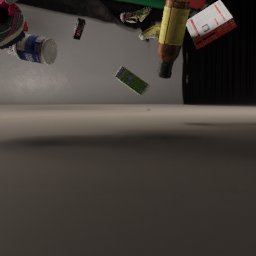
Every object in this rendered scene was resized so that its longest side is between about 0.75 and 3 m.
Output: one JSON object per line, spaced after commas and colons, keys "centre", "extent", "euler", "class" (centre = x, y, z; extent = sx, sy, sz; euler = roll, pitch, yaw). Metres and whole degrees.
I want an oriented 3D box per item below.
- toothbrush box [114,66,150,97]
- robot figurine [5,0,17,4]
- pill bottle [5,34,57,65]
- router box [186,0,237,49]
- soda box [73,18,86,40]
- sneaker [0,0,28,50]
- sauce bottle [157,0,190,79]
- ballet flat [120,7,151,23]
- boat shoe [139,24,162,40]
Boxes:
{"centre": [0.188, -1.805, 10.951], "extent": [1.263, 0.543, 0.919], "euler": [35, 7, 6], "class": "toothbrush box"}
{"centre": [-2.987, -3.865, 6.967], "extent": [1.699, 1.441, 0.959], "euler": [-19, -4, 19], "class": "robot figurine"}
{"centre": [-3.112, -2.552, 8.972], "extent": [1.499, 0.832, 0.832], "euler": [13, 9, 13], "class": "pill bottle"}
{"centre": [3.183, -4.084, 11.002], "extent": [1.592, 0.433, 1.774], "euler": [-27, 39, 23], "class": "router box"}
{"centre": [-2.143, -4.316, 12.236], "extent": [0.330, 0.296, 0.934], "euler": [5, -35, -25], "class": "soda box"}
{"centre": [-4.038, -2.423, 7.591], "extent": [1.109, 2.752, 1.027], "euler": [39, -15, 7], "class": "sneaker"}
{"centre": [1.643, -3.398, 10.862], "extent": [0.967, 2.931, 0.967], "euler": [7, 32, -5], "class": "sauce bottle"}
{"centre": [0.368, -4.808, 12.076], "extent": [1.378, 0.490, 0.476], "euler": [-15, 1, -7], "class": "ballet flat"}
{"centre": [1.219, -3.889, 11.462], "extent": [1.593, 0.545, 0.595], "euler": [-27, 6, -16], "class": "boat shoe"}
